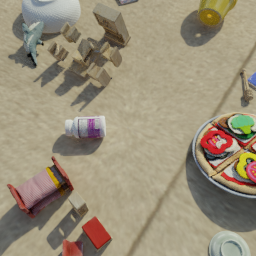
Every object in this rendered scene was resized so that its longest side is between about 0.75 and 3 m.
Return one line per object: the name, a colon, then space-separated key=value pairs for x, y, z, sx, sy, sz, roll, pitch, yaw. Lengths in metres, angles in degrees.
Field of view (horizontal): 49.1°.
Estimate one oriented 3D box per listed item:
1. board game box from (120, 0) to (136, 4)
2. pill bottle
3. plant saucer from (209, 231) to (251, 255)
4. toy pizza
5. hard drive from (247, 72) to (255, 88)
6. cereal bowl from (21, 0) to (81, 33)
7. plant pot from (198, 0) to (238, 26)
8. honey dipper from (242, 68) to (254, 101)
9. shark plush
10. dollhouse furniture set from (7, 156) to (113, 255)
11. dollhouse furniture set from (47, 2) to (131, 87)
board game box: x=-0.024 y=-5.344 z=11.193 sx=0.791 sy=0.172 sz=0.787 roll=-19 pitch=61 yaw=-11
pill bottle: x=-1.168 y=-0.021 z=7.759 sx=1.079 sy=0.606 sz=0.606 roll=-2 pitch=59 yaw=-1
plant saucer: x=2.311 y=2.785 z=6.295 sx=0.933 sy=0.234 sz=0.933 roll=0 pitch=59 yaw=0
toy pizza: x=3.065 y=0.514 z=7.231 sx=2.723 sy=0.432 sz=2.723 roll=-4 pitch=48 yaw=5
hard drive: x=4.233 y=-1.424 z=8.890 sx=0.508 sy=0.098 sz=0.770 roll=-39 pitch=67 yaw=-21
cereal bowl: x=-2.881 y=-4.585 z=10.318 sx=2.196 sy=0.915 sz=2.196 roll=0 pitch=59 yaw=1
plant pot: x=3.142 y=-4.473 z=10.072 sx=1.372 sy=1.372 sz=1.290 roll=22 pitch=76 yaw=13
honey dipper: x=3.737 y=-1.400 z=8.829 sx=0.239 sy=0.239 sz=1.258 roll=5 pitch=55 yaw=3
shark plush: x=-3.156 y=-2.900 z=9.416 sx=0.675 sy=0.737 sz=1.621 roll=-5 pitch=61 yaw=-8
dollhouse furniture set: x=-1.532 y=1.942 z=6.382 sx=1.241 sy=0.938 sz=2.306 roll=-35 pitch=65 yaw=-19
dollhouse furniture set: x=-1.018 y=-2.644 z=9.201 sx=2.036 sy=1.442 sz=2.217 roll=30 pitch=85 yaw=18
